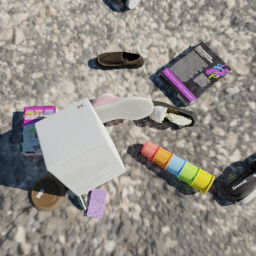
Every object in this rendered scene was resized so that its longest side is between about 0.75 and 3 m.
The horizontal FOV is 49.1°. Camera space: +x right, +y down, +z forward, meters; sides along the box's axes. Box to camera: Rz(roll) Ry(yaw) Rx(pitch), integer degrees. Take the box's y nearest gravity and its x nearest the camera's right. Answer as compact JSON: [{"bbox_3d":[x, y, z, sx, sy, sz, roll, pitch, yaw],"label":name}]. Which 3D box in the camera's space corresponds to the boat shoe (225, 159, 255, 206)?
[{"bbox_3d":[4.660,1.586,10.045,2.710,1.001,0.818,-42,82,-3],"label":"boat shoe"}]

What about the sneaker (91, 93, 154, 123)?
[{"bbox_3d":[-0.300,-0.889,10.506,2.414,0.909,1.262,-9,32,3],"label":"sneaker"}]

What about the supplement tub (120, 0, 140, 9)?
[{"bbox_3d":[-0.112,-5.917,12.335,0.763,0.763,1.244,-41,78,-11],"label":"supplement tub"}]

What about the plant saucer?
[{"bbox_3d":[-2.940,2.384,10.189,1.286,0.189,1.286,0,74,0],"label":"plant saucer"}]

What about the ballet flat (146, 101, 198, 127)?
[{"bbox_3d":[1.523,-0.520,10.632,2.342,0.801,0.796,10,113,4],"label":"ballet flat"}]

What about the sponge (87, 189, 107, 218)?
[{"bbox_3d":[-1.110,2.709,10.106,0.555,0.148,0.996,9,74,3],"label":"sponge"}]

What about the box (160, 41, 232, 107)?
[{"bbox_3d":[2.747,-2.241,11.429,2.412,0.435,1.724,-38,78,-9],"label":"box"}]

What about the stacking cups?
[{"bbox_3d":[1.763,1.318,10.172,2.701,0.817,0.817,32,76,9],"label":"stacking cups"}]

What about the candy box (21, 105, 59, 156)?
[{"bbox_3d":[-3.318,0.102,10.658,1.250,0.559,1.833,-2,74,0],"label":"candy box"}]

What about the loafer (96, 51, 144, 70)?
[{"bbox_3d":[-0.332,-2.877,11.459,2.004,0.715,0.731,-3,74,-1],"label":"loafer"}]

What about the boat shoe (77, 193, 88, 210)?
[{"bbox_3d":[-1.663,2.402,10.060,0.328,0.411,1.088,-24,91,-32],"label":"boat shoe"}]

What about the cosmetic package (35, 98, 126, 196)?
[{"bbox_3d":[-1.509,0.679,9.254,1.913,2.301,1.925,-27,54,-2],"label":"cosmetic package"}]
